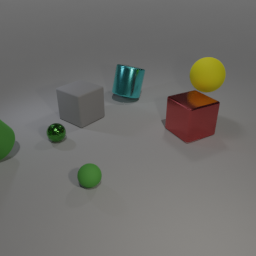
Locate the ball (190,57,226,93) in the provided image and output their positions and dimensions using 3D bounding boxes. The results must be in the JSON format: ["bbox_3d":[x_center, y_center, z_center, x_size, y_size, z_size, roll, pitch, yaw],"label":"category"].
[{"bbox_3d":[3.201,-2.136,11.297,1.400,1.400,1.400,0,29,0],"label":"ball"}]

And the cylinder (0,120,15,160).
[{"bbox_3d":[-4.609,0.228,8.937,1.400,1.400,1.400,-5,63,10],"label":"cylinder"}]

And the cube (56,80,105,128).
[{"bbox_3d":[-1.966,-1.057,11.763,1.400,1.400,1.400,22,36,34],"label":"cube"}]

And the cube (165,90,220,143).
[{"bbox_3d":[2.419,-0.474,10.721,1.400,1.400,1.400,-15,33,-25],"label":"cube"}]

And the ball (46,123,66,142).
[{"bbox_3d":[-2.642,0.166,10.318,0.700,0.700,0.700,0,29,0],"label":"ball"}]

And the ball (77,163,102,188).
[{"bbox_3d":[-1.115,1.377,8.128,0.700,0.700,0.700,0,29,0],"label":"ball"}]

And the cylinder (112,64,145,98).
[{"bbox_3d":[0.018,-2.286,13.617,1.400,1.400,1.400,11,14,-3],"label":"cylinder"}]
